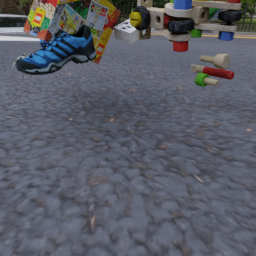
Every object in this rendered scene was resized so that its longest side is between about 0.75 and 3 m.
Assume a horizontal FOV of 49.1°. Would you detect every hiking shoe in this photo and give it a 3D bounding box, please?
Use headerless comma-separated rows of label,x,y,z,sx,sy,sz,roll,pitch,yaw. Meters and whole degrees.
hiking shoe,-1.651,-1.819,6.396,1.972,0.855,0.733,-28,40,-32

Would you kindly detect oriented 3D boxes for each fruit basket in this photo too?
fruit basket,2.855,-3.901,7.787,1.908,0.966,2.060,-25,-2,-45

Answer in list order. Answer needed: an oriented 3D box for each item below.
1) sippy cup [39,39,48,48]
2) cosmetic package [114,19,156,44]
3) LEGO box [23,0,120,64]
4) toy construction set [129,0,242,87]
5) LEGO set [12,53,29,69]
sippy cup,-2.470,-3.251,9.576,1.257,1.173,1.601,3,-14,32
cosmetic package,0.372,-3.498,9.583,0.723,0.444,1.752,30,54,27
LEGO box,-1.480,-3.041,7.901,0.917,1.770,2.376,30,12,27
toy construction set,1.028,-1.850,5.291,1.820,2.182,1.677,-46,42,-20
LEGO set,-2.781,-2.005,8.264,0.824,0.359,1.268,40,50,6
